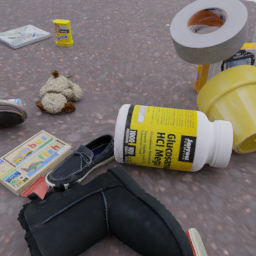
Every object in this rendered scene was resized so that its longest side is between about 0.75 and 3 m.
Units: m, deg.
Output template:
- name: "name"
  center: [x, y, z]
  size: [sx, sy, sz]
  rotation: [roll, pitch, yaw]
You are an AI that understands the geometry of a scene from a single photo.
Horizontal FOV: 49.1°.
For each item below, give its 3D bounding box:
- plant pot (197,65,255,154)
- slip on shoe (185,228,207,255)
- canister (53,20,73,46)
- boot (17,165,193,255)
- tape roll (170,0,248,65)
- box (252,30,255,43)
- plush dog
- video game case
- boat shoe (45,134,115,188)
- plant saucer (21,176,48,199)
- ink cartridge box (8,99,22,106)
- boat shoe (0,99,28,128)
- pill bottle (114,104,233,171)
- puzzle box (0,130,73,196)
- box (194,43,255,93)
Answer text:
- name: "plant pot"
  center: [3.169, -0.393, 7.745]
  size: [1.979, 1.979, 1.861]
  rotation: [-10, 56, -12]
- name: "slip on shoe"
  center: [1.304, 2.541, 5.327]
  size: [0.367, 0.444, 1.200]
  rotation: [-34, 44, 23]
- name: "canister"
  center: [-3.047, -4.463, 13.140]
  size: [0.807, 1.087, 0.470]
  rotation: [9, 40, 11]
- name: "boot"
  center: [-0.599, 1.993, 5.384]
  size: [2.431, 1.098, 2.967]
  rotation: [-21, 37, -26]
- name: "tape roll"
  center: [2.203, -2.692, 7.689]
  size: [2.009, 0.664, 2.009]
  rotation: [-11, 54, 16]
- name: "box"
  center: [6.437, -4.193, 12.903]
  size: [1.128, 0.966, 1.123]
  rotation: [21, 44, 23]
- name: "plush dog"
  center: [-2.340, -1.062, 9.208]
  size: [1.486, 1.192, 1.276]
  rotation: [1, 63, 1]
- name: "video game case"
  center: [-5.235, -4.584, 13.954]
  size: [1.859, 0.224, 2.040]
  rotation: [31, 49, 31]
- name: "boat shoe"
  center: [-1.140, 0.789, 7.095]
  size: [2.148, 0.669, 0.802]
  rotation: [-29, 45, -33]
- name: "plant saucer"
  center: [-1.953, 1.494, 6.618]
  size: [0.782, 0.144, 0.783]
  rotation: [12, 28, 14]
- name: "ink cartridge box"
  center: [-3.775, -0.602, 8.919]
  size: [0.755, 0.551, 0.318]
  rotation: [-6, 40, -7]
- name: "boat shoe"
  center: [-4.249, -0.175, 8.263]
  size: [2.556, 0.952, 0.937]
  rotation: [-4, 50, 7]
- name: "pill bottle"
  center: [1.107, 0.270, 7.093]
  size: [2.728, 1.534, 1.534]
  rotation: [6, 40, 8]
- name: "puzzle box"
  center: [-2.558, 0.836, 7.436]
  size: [1.248, 0.238, 1.876]
  rotation: [24, 46, 27]
- name: "box"
  center: [3.838, -2.114, 9.882]
  size: [2.772, 1.650, 0.575]
  rotation: [-5, 39, -7]
